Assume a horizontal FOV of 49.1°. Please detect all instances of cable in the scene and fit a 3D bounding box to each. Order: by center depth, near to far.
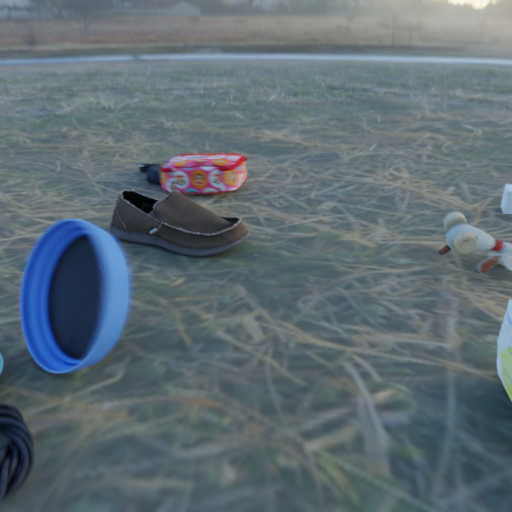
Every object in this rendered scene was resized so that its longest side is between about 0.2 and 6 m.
[{"bbox_3d":[-2.813,1.952,5.229,1.379,0.429,1.690,12,27,24],"label":"cable"}]

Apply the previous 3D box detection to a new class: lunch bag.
[{"bbox_3d":[-1.204,-2.022,13.477,1.918,0.786,1.689,1,21,13],"label":"lunch bag"}]

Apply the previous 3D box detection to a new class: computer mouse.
[{"bbox_3d":[-2.495,-2.180,14.293,0.995,0.379,1.436,-4,25,-10],"label":"computer mouse"}]

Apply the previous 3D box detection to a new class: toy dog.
[{"bbox_3d":[3.671,-0.090,9.402,1.454,0.700,0.959,34,36,-1],"label":"toy dog"}]

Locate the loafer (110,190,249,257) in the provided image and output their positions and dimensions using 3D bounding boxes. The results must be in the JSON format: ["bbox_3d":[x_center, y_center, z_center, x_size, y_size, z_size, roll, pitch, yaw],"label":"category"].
[{"bbox_3d":[-1.492,-0.672,10.265,2.780,0.987,1.015,7,26,16],"label":"loafer"}]

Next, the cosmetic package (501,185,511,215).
[{"bbox_3d":[5.629,-1.186,11.952,0.633,0.522,0.522,8,25,15],"label":"cosmetic package"}]

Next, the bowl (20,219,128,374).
[{"bbox_3d":[-2.244,0.490,6.872,1.873,1.873,0.368,22,8,39],"label":"bowl"}]

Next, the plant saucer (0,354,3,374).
[{"bbox_3d":[-3.763,1.490,6.493,1.571,0.215,1.571,-1,25,0],"label":"plant saucer"}]

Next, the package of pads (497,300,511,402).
[{"bbox_3d":[3.890,1.582,5.218,2.527,1.115,3.271,4,24,5],"label":"package of pads"}]
